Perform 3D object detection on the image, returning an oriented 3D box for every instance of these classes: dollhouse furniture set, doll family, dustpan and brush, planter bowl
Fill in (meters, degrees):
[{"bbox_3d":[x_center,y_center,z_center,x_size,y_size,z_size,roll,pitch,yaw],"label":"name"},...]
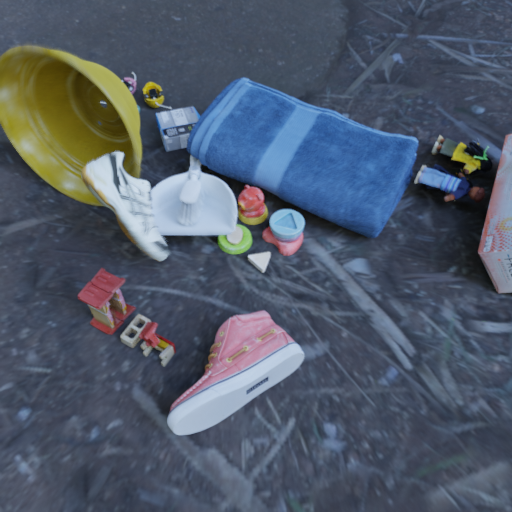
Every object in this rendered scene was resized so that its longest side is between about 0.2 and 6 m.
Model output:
[{"bbox_3d":[-2.271,1.122,10.339,1.853,0.997,0.754,25,56,18],"label":"dollhouse furniture set"},{"bbox_3d":[4.632,-1.953,12.828,1.485,1.008,2.570,27,62,15],"label":"doll family"},{"bbox_3d":[-1.418,-1.520,12.464,2.051,0.841,2.939,0,30,1],"label":"dustpan and brush"},{"bbox_3d":[-3.639,-2.955,11.977,3.636,3.636,1.515,21,47,15],"label":"planter bowl"}]

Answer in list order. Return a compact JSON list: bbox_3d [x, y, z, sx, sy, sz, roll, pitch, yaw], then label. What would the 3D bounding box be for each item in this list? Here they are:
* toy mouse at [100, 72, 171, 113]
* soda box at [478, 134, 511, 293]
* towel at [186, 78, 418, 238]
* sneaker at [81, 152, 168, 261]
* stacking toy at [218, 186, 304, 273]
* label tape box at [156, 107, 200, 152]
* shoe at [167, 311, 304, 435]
[{"bbox_3d":[-3.410,-4.119,14.809,1.860,0.405,2.092,-18,54,-14],"label":"toy mouse"},{"bbox_3d":[5.742,-1.076,11.610,1.325,1.231,3.874,-8,42,42],"label":"soda box"},{"bbox_3d":[1.058,-2.349,12.661,4.835,1.173,2.699,26,57,12],"label":"towel"},{"bbox_3d":[-2.319,-0.992,10.949,1.023,0.883,2.335,-40,103,-19],"label":"sneaker"},{"bbox_3d":[0.065,-0.637,11.878,1.739,0.735,1.575,31,58,22],"label":"stacking toy"},{"bbox_3d":[-1.692,-3.249,14.089,1.454,0.481,1.042,-15,53,-10],"label":"label tape box"},{"bbox_3d":[-0.546,1.958,9.768,2.679,0.957,1.218,-26,55,-25],"label":"shoe"}]
